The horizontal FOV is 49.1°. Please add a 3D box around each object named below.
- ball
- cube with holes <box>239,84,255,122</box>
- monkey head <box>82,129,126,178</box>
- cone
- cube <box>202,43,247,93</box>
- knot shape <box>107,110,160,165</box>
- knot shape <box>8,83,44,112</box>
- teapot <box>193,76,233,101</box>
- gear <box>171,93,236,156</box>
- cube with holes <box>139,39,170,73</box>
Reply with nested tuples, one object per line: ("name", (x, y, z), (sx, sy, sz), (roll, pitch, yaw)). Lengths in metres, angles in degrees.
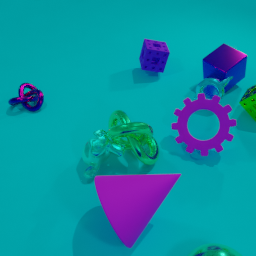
("ball", (1.479, 2.572, 4.624), (1.245, 1.245, 1.245), (0, 44, 0))
("cube with holes", (3.968, -0.833, 8.226), (0.815, 0.815, 0.815), (47, 54, -4))
("monkey head", (-0.614, 0.593, 7.023), (1.023, 0.857, 1.422), (19, 45, 1))
("cone", (0.373, 1.268, 5.492), (1.518, 1.512, 1.512), (-28, 48, 1))
("cube", (3.211, -1.997, 9.360), (1.002, 1.002, 1.002), (-37, 53, -10))
("knot shape", (0.187, 0.279, 7.089), (0.784, 1.587, 1.696), (-53, 16, -8))
("knot shape", (-3.081, -0.937, 8.792), (1.049, 0.518, 1.121), (23, 49, 22))
("teapot", (2.585, -1.183, 8.614), (0.844, 1.357, 0.664), (55, 36, -6))
("gear", (1.947, -0.083, 7.266), (1.579, 1.579, 0.292), (17, 4, 17))
("cube with holes", (0.913, -2.557, 9.920), (0.806, 0.806, 0.806), (6, 41, -12))
